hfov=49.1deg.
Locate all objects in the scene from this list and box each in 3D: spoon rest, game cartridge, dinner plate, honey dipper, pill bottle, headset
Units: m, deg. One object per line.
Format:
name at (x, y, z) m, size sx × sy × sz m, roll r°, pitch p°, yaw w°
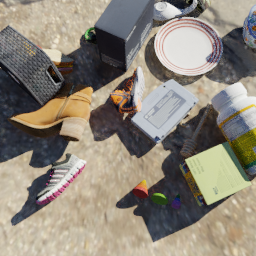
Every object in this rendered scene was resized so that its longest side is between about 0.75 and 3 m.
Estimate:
spoon rest at (1.933, -5.081, 12.024) m, size 1.989 × 0.603 × 0.988 m, roll -7°, pitch 63°, yaw 11°
game cartridge at (1.313, -0.696, 10.522) m, size 1.557 × 0.486 × 2.338 m, roll 40°, pitch 77°, yaw 23°
dinner plate at (2.459, -3.328, 11.515) m, size 2.768 × 0.335 × 2.768 m, roll 0°, pitch 71°, yaw -1°
honey dipper at (2.624, -0.005, 10.407) m, size 0.451 × 0.451 × 2.376 m, roll 27°, pitch 70°, yaw 9°
pill bottle at (4.154, -0.027, 9.728) m, size 1.658 × 1.658 × 2.940 m, roll -25°, pitch 74°, yaw -8°
headset at (-1.285, -3.866, 11.576) m, size 1.162 × 0.546 × 0.717 m, roll 18°, pitch 73°, yaw 17°

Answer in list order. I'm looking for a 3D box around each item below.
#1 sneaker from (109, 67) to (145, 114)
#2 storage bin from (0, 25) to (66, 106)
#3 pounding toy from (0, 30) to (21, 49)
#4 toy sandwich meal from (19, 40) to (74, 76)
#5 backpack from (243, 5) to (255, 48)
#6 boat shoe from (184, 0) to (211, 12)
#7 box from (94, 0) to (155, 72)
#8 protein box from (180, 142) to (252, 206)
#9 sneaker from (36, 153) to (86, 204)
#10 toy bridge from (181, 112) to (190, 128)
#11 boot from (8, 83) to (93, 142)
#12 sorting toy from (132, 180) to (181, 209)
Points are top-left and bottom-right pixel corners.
sneaker at (-0.063, -1.471, 10.644) m, size 1.199 × 0.830 × 2.139 m, roll -4°, pitch 52°, yaw 19°
storage bin at (-3.719, -2.247, 10.114) m, size 1.256 × 1.811 × 2.679 m, roll -44°, pitch 62°, yaw -13°
pounding toy at (-4.716, -3.487, 11.486) m, size 0.910 × 0.474 × 1.036 m, roll -7°, pitch 72°, yaw -2°
toy sandwich meal at (-3.093, -2.713, 10.561) m, size 2.118 × 2.118 × 0.725 m, roll 40°, pitch 118°, yaw 12°
backpack at (5.710, -4.070, 11.163) m, size 2.023 × 1.636 × 2.124 m, roll 1°, pitch 74°, yaw 11°
boat shoe at (2.730, -5.667, 12.128) m, size 1.761 × 0.629 × 0.579 m, roll 36°, pitch 71°, yaw 6°
box at (-0.065, -3.828, 10.689) m, size 1.257 × 2.198 × 2.414 m, roll 27°, pitch 73°, yaw 8°
protein box at (2.886, 1.581, 9.488) m, size 1.605 × 1.083 × 1.593 m, roll -22°, pitch 73°, yaw -7°
sneaker at (-2.442, 1.677, 9.653) m, size 0.914 × 0.770 × 2.089 m, roll 41°, pitch 72°, yaw 13°
toy bridge at (2.189, -0.585, 10.701) m, size 0.373 × 0.151 × 1.108 m, roll 17°, pitch 72°, yaw 7°
boot at (-2.763, -0.780, 10.311) m, size 2.825 × 1.083 × 2.193 m, roll 7°, pitch 67°, yaw 10°
sorting toy at (1.038, 2.223, 9.669) m, size 1.697 × 0.588 × 0.584 m, roll 17°, pitch 49°, yaw 8°
